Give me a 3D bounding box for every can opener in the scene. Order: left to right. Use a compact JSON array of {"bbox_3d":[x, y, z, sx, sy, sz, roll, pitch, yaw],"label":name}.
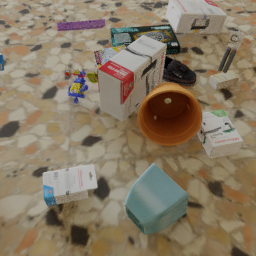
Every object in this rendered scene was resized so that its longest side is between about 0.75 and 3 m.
[{"bbox_3d":[3.437,-2.526,9.327,0.369,1.403,0.466,26,25,18],"label":"can opener"}]

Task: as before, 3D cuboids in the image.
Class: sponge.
[{"bbox_3d":[-1.316,-2.842,7.760,1.306,0.195,0.728,-8,16,-11],"label":"sponge"}]

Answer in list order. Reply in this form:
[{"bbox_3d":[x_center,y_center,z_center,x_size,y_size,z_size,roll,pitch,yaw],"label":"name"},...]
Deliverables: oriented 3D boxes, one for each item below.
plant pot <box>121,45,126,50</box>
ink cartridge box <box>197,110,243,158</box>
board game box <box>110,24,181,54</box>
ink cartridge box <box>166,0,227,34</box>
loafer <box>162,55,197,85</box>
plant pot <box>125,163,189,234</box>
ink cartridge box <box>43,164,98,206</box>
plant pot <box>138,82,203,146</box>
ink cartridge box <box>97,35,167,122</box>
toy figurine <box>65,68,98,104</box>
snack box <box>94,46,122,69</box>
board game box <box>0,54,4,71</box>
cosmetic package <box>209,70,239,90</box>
[{"bbox_3d":[-0.040,-2.751,11.543,0.913,0.997,0.997,35,56,13],"label":"plant pot"},{"bbox_3d":[2.880,0.171,9.080,1.052,0.607,1.440,-11,49,-9],"label":"ink cartridge box"},{"bbox_3d":[0.735,-4.049,12.958,2.977,0.419,2.013,-5,49,-4],"label":"board game box"},{"bbox_3d":[3.257,-5.442,13.585,2.386,1.021,1.761,-4,49,-14],"label":"ink cartridge box"},{"bbox_3d":[1.588,-2.504,11.322,2.553,0.804,0.918,26,53,21],"label":"loafer"},{"bbox_3d":[0.629,1.950,7.151,1.269,1.245,1.242,-37,58,-21],"label":"plant pot"},{"bbox_3d":[-1.606,1.597,7.892,1.455,0.485,0.843,-9,49,-8],"label":"ink cartridge box"},{"bbox_3d":[1.323,-0.611,9.050,1.958,1.958,1.370,4,33,3],"label":"plant pot"},{"bbox_3d":[0.185,-1.800,9.968,1.092,1.882,2.608,30,55,22],"label":"ink cartridge box"},{"bbox_3d":[-1.615,-1.444,10.378,2.036,1.074,1.220,14,89,41],"label":"toy figurine"},{"bbox_3d":[-0.673,-2.443,10.957,1.095,1.299,0.440,-12,7,-6],"label":"snack box"},{"bbox_3d":[-3.876,-1.576,6.420,1.384,0.395,1.413,22,27,32],"label":"board game box"},{"bbox_3d":[3.792,-1.902,11.087,1.014,0.370,0.525,-17,50,-15],"label":"cosmetic package"}]
